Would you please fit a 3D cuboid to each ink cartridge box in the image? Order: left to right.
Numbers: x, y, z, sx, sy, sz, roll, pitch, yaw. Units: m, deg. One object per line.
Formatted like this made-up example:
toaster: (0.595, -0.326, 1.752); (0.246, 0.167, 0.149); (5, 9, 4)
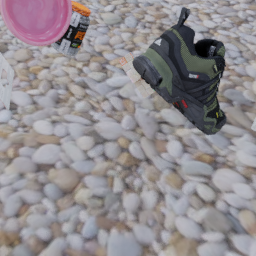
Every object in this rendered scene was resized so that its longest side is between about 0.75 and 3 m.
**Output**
ink cartridge box: (-3.371, -1.652, 5.620); (0.639, 2.548, 2.066); (-27, 38, 1)

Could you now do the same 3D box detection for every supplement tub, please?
supplement tub: (-1.441, -2.533, 7.157); (0.745, 1.216, 0.745); (23, 30, -14)

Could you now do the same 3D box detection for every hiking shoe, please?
hiking shoe: (1.359, -0.824, 5.044); (1.373, 2.727, 1.033); (-47, 48, 12)

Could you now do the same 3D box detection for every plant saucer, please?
plant saucer: (-1.898, -2.484, 5.769); (1.520, 1.520, 0.385); (-37, 43, -26)

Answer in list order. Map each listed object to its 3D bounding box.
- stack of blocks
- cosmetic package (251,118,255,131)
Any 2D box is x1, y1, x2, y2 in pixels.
stack of blocks: (0.213, -1.174, 6.263); (0.296, 1.009, 0.581); (-30, 11, 14)
cosmetic package: (2.975, -0.855, 4.517); (0.882, 1.227, 2.174); (26, 75, 9)
